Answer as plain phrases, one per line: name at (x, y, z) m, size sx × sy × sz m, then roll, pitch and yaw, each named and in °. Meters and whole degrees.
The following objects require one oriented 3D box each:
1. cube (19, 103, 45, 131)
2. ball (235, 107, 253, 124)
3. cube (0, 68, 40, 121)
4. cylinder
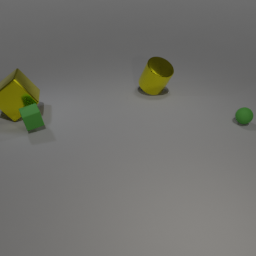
cube at (-3.843, -0.438, 11.176) m, size 0.700 × 0.700 × 0.700 m, roll -22°, pitch 44°, yaw -18°
ball at (4.845, -0.510, 11.675) m, size 0.700 × 0.700 × 0.700 m, roll 0°, pitch 31°, yaw 0°
cube at (-4.824, -1.438, 12.075) m, size 1.400 × 1.400 × 1.400 m, roll -36°, pitch 33°, yaw 8°
cylinder at (1.404, -2.618, 14.149) m, size 1.400 × 1.400 × 1.400 m, roll 10°, pitch 54°, yaw -15°
